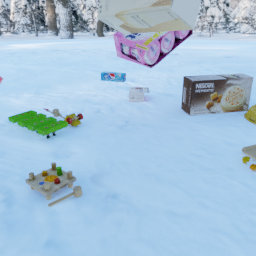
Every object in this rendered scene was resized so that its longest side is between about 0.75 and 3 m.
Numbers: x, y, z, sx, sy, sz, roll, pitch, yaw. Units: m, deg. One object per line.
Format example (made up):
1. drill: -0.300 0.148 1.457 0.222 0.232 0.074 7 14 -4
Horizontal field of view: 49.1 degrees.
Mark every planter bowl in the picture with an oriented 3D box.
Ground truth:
1. planter bowl: 5.610 -0.757 10.355 2.334 0.972 2.334 0 21 0

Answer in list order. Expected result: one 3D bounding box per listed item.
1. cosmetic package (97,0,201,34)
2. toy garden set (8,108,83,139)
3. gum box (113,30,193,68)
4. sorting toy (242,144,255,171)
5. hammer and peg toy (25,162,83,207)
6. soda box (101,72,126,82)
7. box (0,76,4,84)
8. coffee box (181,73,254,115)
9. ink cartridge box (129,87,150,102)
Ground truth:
1. cosmetic package: 0.407 -2.581 6.043 1.998 0.710 1.051 13 1 41
2. toy garden set: -2.805 -0.223 9.825 2.127 0.424 1.773 17 29 37
3. gum box: 0.901 -3.267 9.877 1.555 0.906 2.740 28 57 32
4. sorting toy: 3.633 0.815 7.544 1.466 0.196 1.092 -10 28 -23
5. hammer and peg toy: -1.611 1.218 6.184 1.188 0.419 0.874 18 28 38
6. soda box: -0.867 -3.065 16.730 1.466 0.470 0.497 7 23 18
7. box: -4.378 -1.524 8.507 0.582 0.537 1.134 37 2 -3
8. coffee box: 3.528 -1.384 11.247 2.515 1.438 1.003 -4 22 -9
9. ink cartridge box: 0.514 -1.579 13.067 0.940 0.449 1.070 1 22 2
